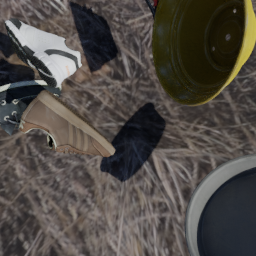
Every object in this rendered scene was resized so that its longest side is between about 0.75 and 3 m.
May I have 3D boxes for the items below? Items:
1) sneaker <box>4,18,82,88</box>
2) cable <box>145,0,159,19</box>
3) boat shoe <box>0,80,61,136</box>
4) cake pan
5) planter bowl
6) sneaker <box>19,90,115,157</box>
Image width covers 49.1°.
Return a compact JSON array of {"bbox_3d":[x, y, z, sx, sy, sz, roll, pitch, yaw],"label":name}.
[{"bbox_3d":[-1.331,-1.237,4.355,0.630,0.580,1.575,-37,66,-24],"label":"sneaker"},{"bbox_3d":[0.632,-2.412,5.833,0.639,0.331,1.315,9,83,-9],"label":"cable"},{"bbox_3d":[-2.758,-0.259,5.916,2.862,1.070,0.949,-14,79,-16],"label":"boat shoe"},{"bbox_3d":[2.187,1.575,4.488,2.538,0.465,2.538,-20,44,20],"label":"cake pan"},{"bbox_3d":[1.458,-1.619,4.953,1.010,2.424,2.424,-5,65,-26],"label":"planter bowl"},{"bbox_3d":[-0.945,0.113,4.566,0.696,1.843,0.649,-47,45,-1],"label":"sneaker"}]
